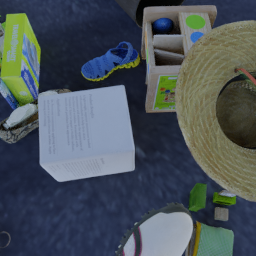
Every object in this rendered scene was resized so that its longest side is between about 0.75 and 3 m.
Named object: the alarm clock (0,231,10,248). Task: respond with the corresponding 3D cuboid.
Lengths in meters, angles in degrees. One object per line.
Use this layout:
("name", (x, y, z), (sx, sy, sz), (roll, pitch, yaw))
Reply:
("alarm clock", (-3.365, 2.705, 6.001), (1.674, 0.557, 1.129), (-23, 67, -14))

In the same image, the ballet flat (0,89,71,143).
("ballet flat", (-2.376, -0.439, 7.251), (2.203, 0.830, 0.747), (-37, 71, -16))

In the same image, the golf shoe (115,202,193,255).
("golf shoe", (0.199, 2.402, 4.053), (2.872, 1.109, 1.265), (-44, 29, -20))

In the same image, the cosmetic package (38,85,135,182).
("cosmetic package", (-0.898, 0.184, 6.532), (1.945, 1.605, 1.603), (-7, 66, -3))

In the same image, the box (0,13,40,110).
("box", (-2.833, -1.678, 7.486), (0.556, 1.422, 2.333), (-5, 66, -2))

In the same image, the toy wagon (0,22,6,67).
("toy wagon", (-4.563, -2.509, 8.345), (2.251, 0.574, 2.901), (-34, 71, -14))

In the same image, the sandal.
("sandal", (-0.506, -1.958, 7.986), (1.797, 0.782, 0.714), (-27, 70, -10))

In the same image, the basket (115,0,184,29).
("basket", (0.246, -4.652, 8.729), (2.357, 1.778, 2.614), (-36, 67, -20))

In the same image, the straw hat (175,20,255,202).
("straw hat", (1.846, -0.211, 4.405), (2.784, 1.178, 2.784), (2, 79, -12))

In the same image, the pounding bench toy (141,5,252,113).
("pounding bench toy", (1.878, -1.867, 7.367), (2.909, 1.807, 2.269), (-2, 65, -1))

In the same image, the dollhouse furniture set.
("dollhouse furniture set", (1.865, 2.142, 6.085), (1.044, 0.800, 1.594), (9, 66, 4))
